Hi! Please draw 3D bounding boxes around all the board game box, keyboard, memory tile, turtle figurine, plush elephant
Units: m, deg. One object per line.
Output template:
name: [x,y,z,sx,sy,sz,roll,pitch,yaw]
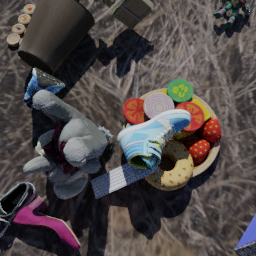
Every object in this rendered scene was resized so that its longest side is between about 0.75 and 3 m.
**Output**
board game box: [4.276,2.892,6.444,2.638,1.277,2.103,42,57,14]
keyboard: [-0.122,1.288,7.549,1.958,0.104,0.551,-27,60,15]
memory tile: [-3.241,-3.467,9.657,1.384,0.152,1.806,16,71,6]
turtle figurine: [3.687,-4.240,9.666,1.117,0.751,1.493,37,80,12]
plush elephant: [-1.698,0.631,7.270,2.061,2.662,2.192,-44,69,10]

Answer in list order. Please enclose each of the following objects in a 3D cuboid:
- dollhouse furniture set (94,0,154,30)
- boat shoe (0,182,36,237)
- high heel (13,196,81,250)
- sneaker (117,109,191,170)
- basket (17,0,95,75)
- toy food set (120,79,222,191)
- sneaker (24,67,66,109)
dollhouse furniture set: [-0.130,-4.247,9.038,1.786,1.170,0.896,25,54,-36]
boat shoe: [-3.281,2.230,7.309,1.999,0.683,0.738,-42,75,-14]
high heel: [-2.073,2.651,7.182,1.872,0.631,0.900,35,63,27]
sneaker: [0.811,0.377,7.122,2.048,0.815,1.337,-24,41,5]
basket: [-2.369,-2.905,8.813,1.942,1.465,2.154,25,76,-2]
toy food set: [1.212,0.078,8.069,2.940,0.715,2.910,-34,73,-11]
sneaker: [-2.388,-0.959,7.789,0.892,2.277,1.024,27,82,-16]
